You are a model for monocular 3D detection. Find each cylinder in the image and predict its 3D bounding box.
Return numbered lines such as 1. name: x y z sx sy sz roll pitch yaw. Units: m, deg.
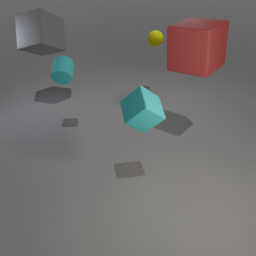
1. cylinder: -2.224 -1.968 9.539 0.700 0.700 0.700 -1 59 -1

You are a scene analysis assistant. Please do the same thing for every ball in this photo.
1. ball: 1.253 -4.081 12.770 0.700 0.700 0.700 0 30 0

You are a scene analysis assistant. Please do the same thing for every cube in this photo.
1. cube: 0.340 -0.424 6.599 0.700 0.700 0.700 24 41 -41
2. cube: -3.605 -3.908 11.611 1.400 1.400 1.400 -2 1 29
3. cube: 2.180 -2.570 8.816 1.400 1.400 1.400 20 39 34
